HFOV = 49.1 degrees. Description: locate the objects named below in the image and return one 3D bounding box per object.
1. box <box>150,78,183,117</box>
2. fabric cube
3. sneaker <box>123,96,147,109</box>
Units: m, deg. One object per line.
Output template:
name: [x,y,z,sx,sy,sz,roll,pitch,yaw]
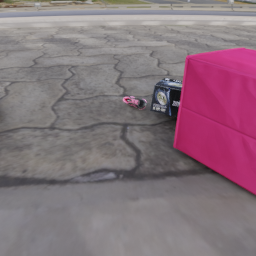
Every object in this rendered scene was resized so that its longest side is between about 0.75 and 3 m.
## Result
box: [1.757,-0.987,9.168,1.638,0.862,2.001,14,19,13]
fabric cube: [2.933,-0.352,6.641,2.484,2.532,2.524,-19,34,-35]
sneaker: [0.212,-0.924,9.967,1.004,0.397,0.479,18,5,44]
